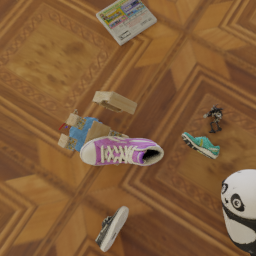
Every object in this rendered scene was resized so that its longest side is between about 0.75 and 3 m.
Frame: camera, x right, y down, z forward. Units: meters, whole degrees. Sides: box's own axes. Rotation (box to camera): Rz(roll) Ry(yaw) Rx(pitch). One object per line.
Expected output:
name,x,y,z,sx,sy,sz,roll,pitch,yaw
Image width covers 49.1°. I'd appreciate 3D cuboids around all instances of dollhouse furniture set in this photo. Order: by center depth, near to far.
dollhouse furniture set,-0.613,0.002,7.026,1.560,1.105,1.698,24,85,-29

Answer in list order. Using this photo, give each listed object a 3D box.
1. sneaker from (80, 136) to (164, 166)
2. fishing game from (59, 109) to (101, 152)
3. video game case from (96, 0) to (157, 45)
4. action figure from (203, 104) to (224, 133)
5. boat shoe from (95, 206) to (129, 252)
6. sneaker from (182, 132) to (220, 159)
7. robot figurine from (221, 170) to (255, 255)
sneaker,-0.121,0.578,6.725,1.988,1.133,0.720,-6,98,-14
fishing game,-1.132,0.196,7.909,1.500,0.233,1.074,38,79,2
video game case,-0.049,-3.481,8.872,1.448,0.160,1.318,-36,78,-9
action figure,2.428,-0.302,7.865,0.501,0.430,0.843,-13,70,42
boat shoe,-0.432,2.409,6.922,0.455,0.482,1.342,35,113,27
sneaker,2.004,0.425,7.740,1.142,0.443,0.455,30,82,-4
robot figurine,2.920,2.024,6.559,1.634,2.175,1.357,1,32,34
